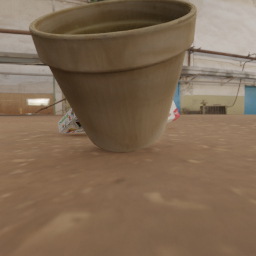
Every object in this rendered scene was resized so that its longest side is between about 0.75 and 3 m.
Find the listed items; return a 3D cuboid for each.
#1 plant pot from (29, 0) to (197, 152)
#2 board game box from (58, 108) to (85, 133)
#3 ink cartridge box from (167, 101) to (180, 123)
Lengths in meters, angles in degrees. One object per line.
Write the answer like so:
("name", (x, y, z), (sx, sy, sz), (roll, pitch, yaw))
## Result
("plant pot", (-0.106, -0.628, 3.539), (1.845, 1.601, 1.845), (-4, 32, 3))
("board game box", (-0.530, -0.205, 6.302), (1.778, 0.308, 1.122), (-1, -18, -34))
("ink cartridge box", (1.055, -0.442, 8.286), (0.784, 0.569, 0.327), (-16, -14, -22))
